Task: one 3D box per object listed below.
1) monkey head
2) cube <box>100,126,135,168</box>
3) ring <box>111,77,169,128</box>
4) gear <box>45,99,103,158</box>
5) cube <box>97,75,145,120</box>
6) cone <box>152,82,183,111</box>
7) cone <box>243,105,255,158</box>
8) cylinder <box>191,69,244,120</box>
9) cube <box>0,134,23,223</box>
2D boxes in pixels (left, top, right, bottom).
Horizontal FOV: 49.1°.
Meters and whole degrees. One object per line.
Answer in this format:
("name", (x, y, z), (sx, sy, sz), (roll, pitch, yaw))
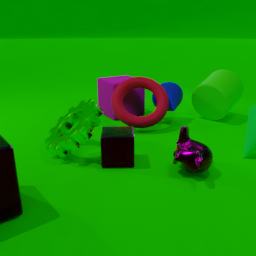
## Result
("monkey head", (1.441, 0.472, 6.077), (0.824, 0.983, 1.367), (9, 8, 22))
("cube", (-0.239, 0.431, 6.565), (0.754, 0.754, 0.754), (-1, 20, -1))
("ring", (0.376, -0.817, 8.711), (1.788, 1.788, 0.358), (-1, -24, -2))
("gear", (-1.367, -0.022, 7.028), (1.655, 0.306, 1.655), (-30, 32, 21))
("cube", (-0.254, -1.137, 10.146), (1.287, 1.287, 1.287), (-12, 23, -29))
("cone", (1.389, -0.799, 9.143), (1.079, 1.079, 1.083), (-1, 31, -4))
("cone", (3.162, 0.262, 6.834), (1.169, 1.174, 1.169), (37, -1, 1))
("cylinder", (3.096, -1.160, 9.694), (1.336, 1.336, 1.336), (16, 41, 37))
("cube", (-2.655, 0.845, 4.634), (1.284, 1.284, 1.284), (-15, 24, -35))
